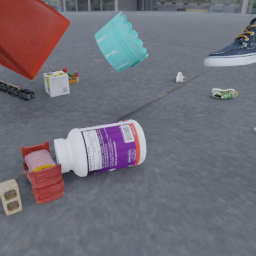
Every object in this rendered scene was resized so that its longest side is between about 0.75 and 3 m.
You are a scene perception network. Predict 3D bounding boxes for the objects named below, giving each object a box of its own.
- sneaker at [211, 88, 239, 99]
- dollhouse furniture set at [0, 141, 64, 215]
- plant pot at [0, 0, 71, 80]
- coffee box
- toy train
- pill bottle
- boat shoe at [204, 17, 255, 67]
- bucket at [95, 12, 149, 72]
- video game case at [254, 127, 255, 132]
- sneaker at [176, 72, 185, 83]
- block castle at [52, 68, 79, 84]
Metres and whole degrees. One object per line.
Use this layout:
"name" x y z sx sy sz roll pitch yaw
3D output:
"sneaker" 3.883 -1.297 11.285 1.091 0.420 0.484 6 43 20
"dollhouse furniture set" -2.550 1.153 5.993 2.150 0.874 1.157 -15 31 -27
"plant pot" -3.726 -3.288 8.929 2.338 2.062 2.340 27 82 38
"coffee box" -3.013 -1.880 11.819 0.812 0.813 0.804 -16 32 -28
"toy train" -4.738 -1.618 11.771 2.390 0.408 0.547 20 30 32
"pill bottle" -0.687 0.506 6.904 2.094 1.178 1.178 -10 29 -18
"boat shoe" 2.371 -1.727 5.496 1.910 0.867 0.676 -12 15 -8
"bucket" -0.202 -2.670 8.916 1.090 1.675 1.675 -30 23 16
"video game case" 4.639 0.202 8.622 0.988 0.119 1.083 -9 30 -16
"sneaker" 2.532 -2.374 13.359 0.408 0.335 0.886 14 38 10
"block castle" -2.965 -2.516 13.280 0.832 0.584 1.245 -23 36 -36
